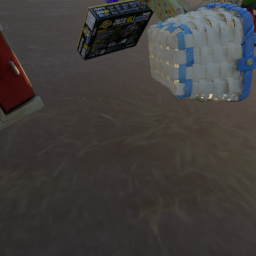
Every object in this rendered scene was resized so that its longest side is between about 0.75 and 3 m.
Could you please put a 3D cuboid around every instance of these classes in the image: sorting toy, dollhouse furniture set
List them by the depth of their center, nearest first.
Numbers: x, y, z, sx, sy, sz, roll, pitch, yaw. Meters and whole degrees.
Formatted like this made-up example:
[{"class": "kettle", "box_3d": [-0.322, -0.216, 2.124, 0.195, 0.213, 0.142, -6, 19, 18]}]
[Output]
[{"class": "dollhouse furniture set", "box_3d": [-1.466, -1.247, 2.905, 1.903, 2.716, 1.914, -33, 31, -21]}, {"class": "dollhouse furniture set", "box_3d": [0.670, -2.671, 5.661, 1.499, 2.385, 2.697, -34, 75, -3]}, {"class": "sorting toy", "box_3d": [3.492, -3.247, 7.530, 1.027, 2.503, 1.504, 10, 36, -7]}]

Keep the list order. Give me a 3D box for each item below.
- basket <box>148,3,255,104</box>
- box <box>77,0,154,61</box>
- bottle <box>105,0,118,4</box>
[{"class": "basket", "box_3d": [1.221, -1.025, 3.763, 1.745, 1.213, 1.538, -14, 26, -6]}, {"class": "box", "box_3d": [-0.365, -2.943, 8.337, 2.111, 1.686, 0.521, -26, 74, -30]}, {"class": "bottle", "box_3d": [-0.849, -4.562, 8.648, 0.500, 0.639, 1.531, -41, 90, -29]}]
